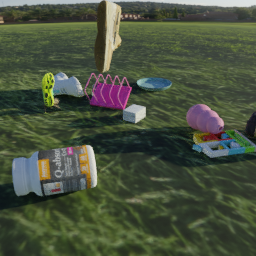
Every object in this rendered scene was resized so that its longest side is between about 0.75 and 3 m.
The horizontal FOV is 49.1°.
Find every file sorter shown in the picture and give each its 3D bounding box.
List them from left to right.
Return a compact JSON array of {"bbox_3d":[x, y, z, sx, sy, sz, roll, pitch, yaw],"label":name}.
[{"bbox_3d":[-0.953,-1.766,13.076,1.774,1.112,1.233,10,66,20],"label":"file sorter"}]

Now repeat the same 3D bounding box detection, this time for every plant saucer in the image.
[{"bbox_3d":[1.506,-2.485,16.045,1.992,0.273,1.992,-1,26,0],"label":"plant saucer"}]

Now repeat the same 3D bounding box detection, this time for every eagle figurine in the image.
[{"bbox_3d":[-3.480,-1.062,12.930,0.807,0.612,0.609,-13,9,-14],"label":"eagle figurine"}]

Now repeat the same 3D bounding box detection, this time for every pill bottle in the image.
[{"bbox_3d":[-1.953,1.175,7.605,2.076,1.208,1.208,-7,27,-14],"label":"pill bottle"}]

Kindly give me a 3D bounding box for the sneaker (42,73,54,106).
[{"bbox_3d":[-2.806,-1.344,9.724,0.435,1.174,0.490,-4,26,-26],"label":"sneaker"}]

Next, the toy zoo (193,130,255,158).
[{"bbox_3d":[3.287,0.540,10.003,2.091,0.214,1.372,-6,27,-12],"label":"toy zoo"}]

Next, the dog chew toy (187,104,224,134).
[{"bbox_3d":[2.997,-0.279,10.739,1.029,1.029,1.652,-11,26,-21],"label":"dog chew toy"}]

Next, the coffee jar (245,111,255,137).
[{"bbox_3d":[5.476,0.023,10.290,2.070,0.883,1.080,18,33,31],"label":"coffee jar"}]

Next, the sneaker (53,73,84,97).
[{"bbox_3d":[-3.378,-2.052,14.586,1.299,1.105,2.936,-31,33,-24],"label":"sneaker"}]

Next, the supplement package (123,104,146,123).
[{"bbox_3d":[0.274,-0.631,12.088,0.648,0.461,0.832,16,30,29],"label":"supplement package"}]

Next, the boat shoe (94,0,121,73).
[{"bbox_3d":[-0.752,-3.751,11.742,0.992,2.867,1.057,-5,22,-33],"label":"boat shoe"}]

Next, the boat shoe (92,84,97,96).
[{"bbox_3d":[-1.130,-1.780,14.151,0.720,0.680,2.006,-21,33,-35],"label":"boat shoe"}]
